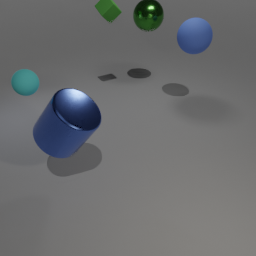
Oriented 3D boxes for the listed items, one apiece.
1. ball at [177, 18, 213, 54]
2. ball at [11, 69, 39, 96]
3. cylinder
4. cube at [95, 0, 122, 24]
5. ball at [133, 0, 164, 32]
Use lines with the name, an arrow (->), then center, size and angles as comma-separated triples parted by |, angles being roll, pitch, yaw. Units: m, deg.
ball -> 2.681, -3.692, 11.276 | 1.400, 1.400, 1.400 | 0, 33, 0
ball -> -2.710, -1.200, 7.398 | 0.700, 0.700, 0.700 | 0, 33, 0
cylinder -> -1.652, -0.112, 7.579 | 1.400, 1.400, 1.400 | 25, 42, -25
cube -> -0.832, -5.009, 11.793 | 0.700, 0.700, 0.700 | 58, 19, 24
ball -> 0.929, -5.117, 12.733 | 1.400, 1.400, 1.400 | 0, 33, 0
